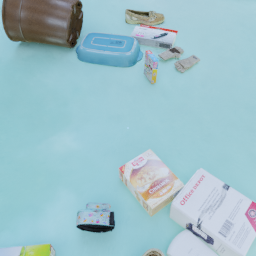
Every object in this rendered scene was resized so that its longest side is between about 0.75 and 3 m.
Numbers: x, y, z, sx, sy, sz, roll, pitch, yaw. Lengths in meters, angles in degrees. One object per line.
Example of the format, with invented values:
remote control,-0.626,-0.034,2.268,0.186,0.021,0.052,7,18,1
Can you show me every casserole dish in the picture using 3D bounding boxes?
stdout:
casserole dish,-0.796,-3.354,11.696,2.889,0.561,1.750,9,51,7

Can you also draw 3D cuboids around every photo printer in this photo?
photo printer,1.467,2.957,6.544,1.009,0.350,0.840,37,59,26

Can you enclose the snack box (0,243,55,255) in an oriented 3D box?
snack box,-2.840,3.491,5.910,2.393,0.634,1.702,-4,50,-3

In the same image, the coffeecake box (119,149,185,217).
coffeecake box,0.615,1.454,7.677,1.131,0.538,1.474,-29,56,-22

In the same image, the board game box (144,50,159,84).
board game box,0.845,-2.272,10.451,0.199,0.987,0.756,-14,47,-16

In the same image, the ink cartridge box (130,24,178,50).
ink cartridge box,1.219,-4.226,12.513,1.882,0.410,1.634,14,53,12

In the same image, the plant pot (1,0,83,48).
plant pot,-3.340,-4.569,11.568,2.556,2.582,2.582,15,51,3

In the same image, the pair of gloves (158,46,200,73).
pair of gloves,2.074,-2.840,11.461,1.409,0.247,1.198,39,56,25

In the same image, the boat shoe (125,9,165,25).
boat shoe,0.814,-5.324,13.292,1.902,0.598,0.694,3,50,3

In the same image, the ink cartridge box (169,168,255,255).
ink cartridge box,2.180,2.127,6.939,1.902,0.802,1.377,33,57,24

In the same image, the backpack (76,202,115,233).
backpack,-0.811,2.177,6.796,0.900,0.791,0.690,-1,64,-12

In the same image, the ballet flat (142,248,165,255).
ballet flat,0.013,3.768,5.491,1.010,0.934,2.994,17,53,15
